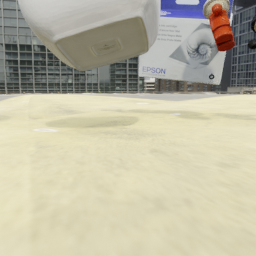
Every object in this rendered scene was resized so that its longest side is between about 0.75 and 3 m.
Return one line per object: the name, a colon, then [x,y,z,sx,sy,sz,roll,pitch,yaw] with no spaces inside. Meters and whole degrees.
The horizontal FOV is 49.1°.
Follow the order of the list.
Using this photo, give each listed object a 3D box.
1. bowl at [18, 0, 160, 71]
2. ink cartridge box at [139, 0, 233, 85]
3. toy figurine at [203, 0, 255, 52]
bowl: [-0.616,-2.257,6.249,2.912,1.087,2.907,-14,-9,5]
ink cartridge box: [1.869,-3.091,9.532,2.985,2.990,0.607,8,27,15]
toy figurine: [3.521,-3.197,7.167,2.638,1.835,2.597,10,-34,-13]
